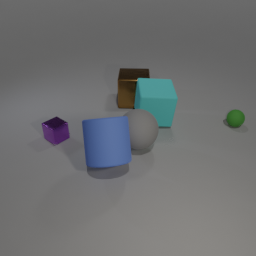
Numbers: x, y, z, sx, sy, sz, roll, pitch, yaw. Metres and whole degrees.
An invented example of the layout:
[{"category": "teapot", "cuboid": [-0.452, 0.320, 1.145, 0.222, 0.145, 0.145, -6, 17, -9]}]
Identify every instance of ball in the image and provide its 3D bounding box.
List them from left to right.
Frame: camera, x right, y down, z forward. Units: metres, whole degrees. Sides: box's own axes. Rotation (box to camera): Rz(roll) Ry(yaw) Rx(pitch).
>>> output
[{"category": "ball", "cuboid": [0.351, 0.045, 9.625, 1.400, 1.400, 1.400, 0, 33, 0]}, {"category": "ball", "cuboid": [4.323, -0.393, 11.249, 0.700, 0.700, 0.700, 0, 33, 0]}]

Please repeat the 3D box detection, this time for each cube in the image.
[{"category": "cube", "cuboid": [-2.702, 0.098, 10.493, 0.700, 0.700, 0.700, 26, 41, 34]}, {"category": "cube", "cuboid": [0.271, -1.825, 12.820, 1.400, 1.400, 1.400, 1, 33, 2]}, {"category": "cube", "cuboid": [1.058, -1.026, 11.186, 1.400, 1.400, 1.400, 1, 40, -6]}]

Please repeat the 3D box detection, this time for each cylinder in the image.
[{"category": "cylinder", "cuboid": [-0.641, 0.392, 8.554, 1.400, 1.400, 1.400, -5, 2, 0]}]
